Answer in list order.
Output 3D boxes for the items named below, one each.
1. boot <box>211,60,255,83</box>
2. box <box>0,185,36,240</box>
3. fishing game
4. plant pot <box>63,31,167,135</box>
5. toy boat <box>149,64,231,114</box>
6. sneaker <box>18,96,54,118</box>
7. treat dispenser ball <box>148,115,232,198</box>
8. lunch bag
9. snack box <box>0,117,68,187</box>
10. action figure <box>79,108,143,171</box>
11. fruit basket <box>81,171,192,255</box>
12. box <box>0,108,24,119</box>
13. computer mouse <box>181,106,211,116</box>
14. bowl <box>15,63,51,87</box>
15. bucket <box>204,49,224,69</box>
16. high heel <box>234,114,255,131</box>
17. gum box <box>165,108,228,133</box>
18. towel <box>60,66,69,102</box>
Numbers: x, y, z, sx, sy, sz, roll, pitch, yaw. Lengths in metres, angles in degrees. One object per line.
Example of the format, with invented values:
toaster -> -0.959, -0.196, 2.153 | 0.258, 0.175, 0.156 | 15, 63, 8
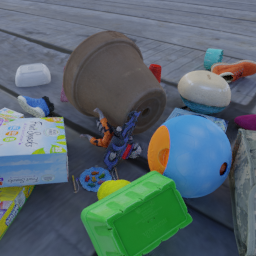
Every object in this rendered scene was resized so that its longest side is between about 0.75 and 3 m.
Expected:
boot -> 4.576, -2.291, 11.763 | 1.965, 0.737, 1.054 | -5, 38, 7
box -> -3.021, 1.738, 6.003 | 1.227, 0.506, 2.091 | 7, 32, 10
fishing game -> -0.807, 1.237, 7.020 | 1.159, 0.180, 0.830 | -6, 38, -10
plant pot -> -0.170, -1.125, 8.356 | 2.781, 2.781, 2.426 | -23, 49, -30
toy boat -> 2.003, -1.281, 9.795 | 2.993, 1.391, 2.516 | 14, 27, 11
sneaker -> -3.136, -0.849, 9.712 | 1.378, 0.529, 0.767 | 28, 49, 28
treat dispenser ball -> 1.399, 0.639, 6.445 | 1.884, 1.884, 1.884 | 0, 34, 0
lunch bag -> 3.298, 1.443, 5.481 | 2.271, 1.628, 2.769 | 6, 41, 8
snack box -> -2.590, 0.480, 6.931 | 2.094, 0.840, 2.483 | -2, 22, -14
action figure -> -0.273, 0.147, 7.526 | 1.678, 1.735, 0.907 | 37, 11, 10
fruit basket -> 0.033, 1.697, 5.604 | 2.004, 1.445, 2.004 | -25, -3, -1
box -> -3.767, -0.243, 8.915 | 0.896, 0.454, 0.504 | 18, 38, 24
computer mouse -> 2.388, -0.569, 9.620 | 1.037, 0.239, 0.728 | 20, 34, 31
bowl -> -4.058, -2.307, 11.875 | 1.437, 0.536, 1.435 | -10, 35, -12
bucket -> 3.870, -3.107, 12.673 | 0.659, 1.013, 1.013 | 17, 38, 24
high heel -> 4.619, -0.410, 8.487 | 2.522, 1.212, 0.850 | 6, 35, 8
gum box -> 2.004, 0.065, 8.529 | 1.737, 0.387, 1.476 | 16, 38, 22
towel -> -1.537, -1.554, 9.957 | 1.838, 1.324, 0.209 | 3, -4, 19
